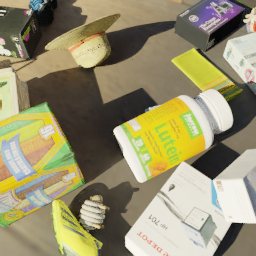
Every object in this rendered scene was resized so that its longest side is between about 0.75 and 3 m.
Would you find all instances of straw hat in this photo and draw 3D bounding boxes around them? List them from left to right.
[{"bbox_3d":[-1.315,-2.798,9.829,2.881,2.881,1.219,-29,104,-18],"label":"straw hat"}]

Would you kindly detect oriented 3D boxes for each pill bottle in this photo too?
[{"bbox_3d":[1.227,0.108,7.508,2.891,1.606,1.606,-27,60,-6],"label":"pill bottle"}]

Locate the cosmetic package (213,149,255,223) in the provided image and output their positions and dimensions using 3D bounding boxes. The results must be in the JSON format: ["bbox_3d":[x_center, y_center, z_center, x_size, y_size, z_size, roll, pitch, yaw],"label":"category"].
[{"bbox_3d":[2.707,1.180,6.149,1.909,0.707,0.971,-25,97,-45],"label":"cosmetic package"}]

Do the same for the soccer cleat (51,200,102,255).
[{"bbox_3d":[-1.164,2.706,6.610,0.972,0.751,2.323,-18,60,-22],"label":"soccer cleat"}]

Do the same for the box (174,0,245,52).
[{"bbox_3d":[3.190,-4.212,11.048,2.262,0.892,1.597,-39,62,-22],"label":"box"}]

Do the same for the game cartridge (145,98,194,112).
[{"bbox_3d":[1.537,-0.279,8.781,1.765,0.367,1.175,-12,62,-8],"label":"game cartridge"}]

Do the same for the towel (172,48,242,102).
[{"bbox_3d":[2.736,-1.871,9.882,1.098,0.230,2.551,-28,61,-18],"label":"towel"}]

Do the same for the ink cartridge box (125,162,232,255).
[{"bbox_3d":[1.315,2.293,6.667,1.745,1.023,2.383,33,61,20],"label":"ink cartridge box"}]

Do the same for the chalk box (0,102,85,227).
[{"bbox_3d":[-2.897,1.051,6.975,2.989,1.850,1.860,-26,60,-17],"label":"chalk box"}]

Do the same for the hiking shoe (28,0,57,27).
[{"bbox_3d":[-3.620,-4.861,11.579,1.015,0.871,2.341,-3,47,7],"label":"hiking shoe"}]

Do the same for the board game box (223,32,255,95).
[{"bbox_3d":[4.922,-2.172,9.712,1.959,0.853,2.655,-19,57,-11],"label":"board game box"}]

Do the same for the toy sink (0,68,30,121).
[{"bbox_3d":[-3.972,-0.695,8.325,1.762,1.514,2.703,-13,58,-8],"label":"toy sink"}]

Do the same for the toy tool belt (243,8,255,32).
[{"bbox_3d":[5.177,-4.196,11.069,1.781,1.112,1.095,-26,29,-20],"label":"toy tool belt"}]

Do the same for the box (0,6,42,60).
[{"bbox_3d":[-4.461,-3.571,10.398,1.957,1.216,1.454,9,58,5],"label":"box"}]

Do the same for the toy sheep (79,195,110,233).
[{"bbox_3d":[-0.879,2.170,6.969,0.704,0.704,1.021,15,72,10],"label":"toy sheep"}]
